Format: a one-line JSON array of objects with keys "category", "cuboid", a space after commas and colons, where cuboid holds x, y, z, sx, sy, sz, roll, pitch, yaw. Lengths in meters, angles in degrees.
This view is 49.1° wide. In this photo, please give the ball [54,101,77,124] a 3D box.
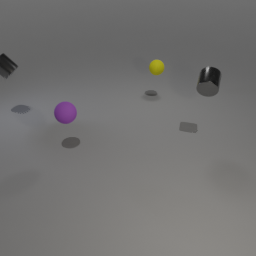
[{"category": "ball", "cuboid": [-1.954, -0.478, 8.758, 0.700, 0.700, 0.700, 0, 30, 0]}]

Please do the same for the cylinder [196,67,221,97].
[{"category": "cylinder", "cuboid": [2.617, -1.492, 9.055, 0.700, 0.700, 0.700, 10, 58, 16]}]

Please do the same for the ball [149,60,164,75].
[{"category": "ball", "cuboid": [1.314, -2.771, 12.841, 0.700, 0.700, 0.700, 0, 30, 0]}]

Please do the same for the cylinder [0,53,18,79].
[{"category": "cylinder", "cuboid": [-4.618, -2.307, 10.488, 0.700, 0.700, 0.700, -38, 23, 19]}]
